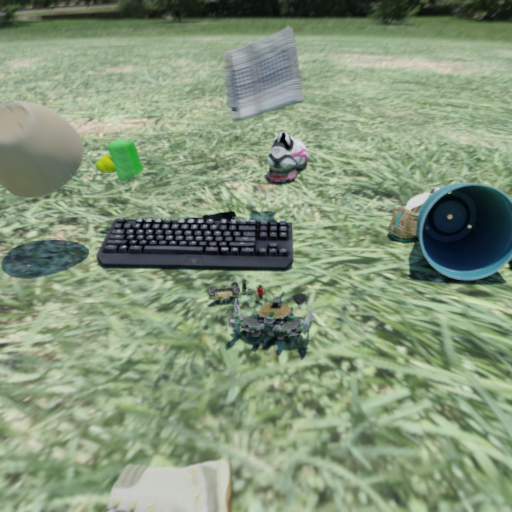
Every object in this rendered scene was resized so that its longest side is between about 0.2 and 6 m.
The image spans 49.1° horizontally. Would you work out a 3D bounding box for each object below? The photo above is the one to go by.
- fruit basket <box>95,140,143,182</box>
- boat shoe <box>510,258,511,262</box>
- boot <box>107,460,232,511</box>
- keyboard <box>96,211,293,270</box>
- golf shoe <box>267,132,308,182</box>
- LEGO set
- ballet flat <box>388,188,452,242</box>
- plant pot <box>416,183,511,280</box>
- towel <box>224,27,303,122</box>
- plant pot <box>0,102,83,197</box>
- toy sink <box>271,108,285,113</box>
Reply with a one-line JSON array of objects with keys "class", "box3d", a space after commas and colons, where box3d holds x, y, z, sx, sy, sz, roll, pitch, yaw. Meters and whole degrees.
[{"class": "fruit basket", "box3d": [-3.000, -2.035, 12.114, 0.904, 0.904, 0.652, 9, 25, 16]}, {"class": "boat shoe", "box3d": [5.404, -0.024, 11.070, 0.696, 0.736, 2.053, -16, 39, -31]}, {"class": "boot", "box3d": [-0.905, 2.786, 5.767, 1.300, 0.606, 1.681, 0, 22, -1]}, {"class": "keyboard", "box3d": [-1.198, -0.468, 12.102, 3.967, 0.509, 2.382, 2, 28, 2]}, {"class": "golf shoe", "box3d": [0.979, -3.052, 16.251, 0.952, 1.207, 2.621, 5, 27, 12]}, {"class": "LEGO set", "box3d": [0.122, 1.009, 9.373, 1.511, 0.659, 2.326, -7, 15, -16]}, {"class": "ballet flat", "box3d": [4.049, -1.081, 12.846, 2.638, 0.861, 0.930, -24, 36, -38]}, {"class": "plant pot", "box3d": [4.032, -0.642, 11.203, 1.842, 1.842, 1.731, 2, 15, 4]}, {"class": "towel", "box3d": [0.085, -3.647, 11.355, 1.657, 1.596, 0.286, -10, -5, 29]}, {"class": "plant pot", "box3d": [-4.266, -2.137, 10.337, 1.759, 1.181, 1.759, -2, 67, 5]}, {"class": "toy sink", "box3d": [0.348, -3.422, 12.184, 0.606, 0.521, 0.930, 4, 12, 2]}]
